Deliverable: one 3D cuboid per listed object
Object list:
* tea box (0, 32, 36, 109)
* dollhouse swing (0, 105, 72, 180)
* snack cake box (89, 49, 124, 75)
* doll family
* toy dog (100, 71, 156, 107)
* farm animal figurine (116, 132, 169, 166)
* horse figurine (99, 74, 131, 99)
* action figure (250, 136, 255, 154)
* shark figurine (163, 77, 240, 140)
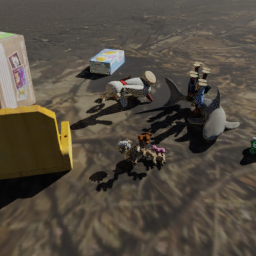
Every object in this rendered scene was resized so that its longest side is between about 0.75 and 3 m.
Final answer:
[{"bbox_3d":[-4.815,-1.851,9.543,2.482,2.523,1.686,12,34,18],"label":"tea box"},{"bbox_3d":[-2.750,0.025,6.960,2.451,2.154,2.227,-7,33,-9],"label":"dollhouse swing"},{"bbox_3d":[-0.976,-3.215,13.494,1.058,0.618,1.840,9,34,16],"label":"snack cake box"},{"bbox_3d":[2.380,-1.312,9.614,0.842,1.241,2.146,19,39,15],"label":"doll family"},{"bbox_3d":[0.198,-1.268,10.107,2.177,1.436,1.048,-25,79,-27],"label":"toy dog"},{"bbox_3d":[0.402,0.578,7.418,1.124,1.137,0.593,-25,32,14],"label":"farm animal figurine"},{"bbox_3d":[-0.336,-1.566,11.046,1.061,0.400,1.601,3,39,21],"label":"horse figurine"},{"bbox_3d":[4.259,0.283,8.074,2.161,0.591,1.276,-23,42,-26],"label":"action figure"},{"bbox_3d":[2.531,-0.862,9.247,1.828,1.277,3.059,-10,35,-18],"label":"shark figurine"}]
